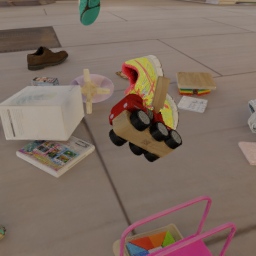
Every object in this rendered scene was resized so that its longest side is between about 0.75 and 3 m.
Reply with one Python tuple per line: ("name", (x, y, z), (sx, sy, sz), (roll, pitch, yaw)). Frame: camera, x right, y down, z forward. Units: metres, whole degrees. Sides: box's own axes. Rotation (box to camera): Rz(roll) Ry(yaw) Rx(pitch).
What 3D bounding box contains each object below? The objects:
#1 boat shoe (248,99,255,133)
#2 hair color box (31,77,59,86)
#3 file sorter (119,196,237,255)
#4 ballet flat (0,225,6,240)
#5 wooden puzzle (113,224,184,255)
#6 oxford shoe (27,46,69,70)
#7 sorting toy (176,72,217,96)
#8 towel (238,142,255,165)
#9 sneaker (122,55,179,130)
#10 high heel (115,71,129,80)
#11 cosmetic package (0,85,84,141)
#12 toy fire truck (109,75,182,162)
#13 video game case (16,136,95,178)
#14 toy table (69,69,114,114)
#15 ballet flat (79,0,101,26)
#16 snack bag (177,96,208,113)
("boat shoe", (4.601, -0.244, 9.468), (1.016, 1.068, 2.967), (-11, 33, 23))
("hair color box", (-3.838, -2.093, 12.962), (1.095, 0.332, 0.542), (6, 33, 10))
("file sorter", (1.150, 2.566, 3.968), (1.841, 1.662, 2.650), (-14, 42, -21))
("ballet flat", (-3.303, 2.108, 6.041), (1.338, 0.504, 0.454), (6, 51, 10))
("wooden puzzle", (0.578, 2.584, 5.536), (1.463, 0.272, 1.354), (-12, 34, -18))
("oxford shoe", (-4.315, -3.955, 15.276), (0.922, 1.071, 2.538), (22, 36, 34))
("sorting toy", (2.979, -1.955, 12.529), (1.584, 0.554, 1.593), (3, 32, 4))
("towel", (4.034, 0.752, 8.571), (0.995, 0.168, 1.042), (-1, 31, -1))
("sneaker", (0.417, -0.673, 6.598), (1.018, 0.881, 2.254), (-6, 67, -29))
("high heel", (-0.245, -2.578, 13.754), (0.825, 0.295, 0.588), (11, 26, 1))
("cosmetic package", (-2.748, -0.567, 9.347), (2.042, 1.255, 2.035), (1, 25, 7))
("toy fire truck", (0.343, -0.311, 5.008), (1.243, 0.908, 1.412), (28, 39, -34))
("video game case", (-2.211, 0.699, 8.612), (1.770, 0.210, 1.611), (20, 37, 28))
("toy table", (-1.494, -1.497, 10.968), (1.824, 1.676, 1.068), (-13, 16, 3))
("ballet flat", (-1.611, -5.291, 11.590), (0.924, 0.966, 2.745), (-23, 0, -16))
("snack bag", (2.655, -1.001, 11.413), (1.107, 0.126, 1.174), (13, 34, 21))
